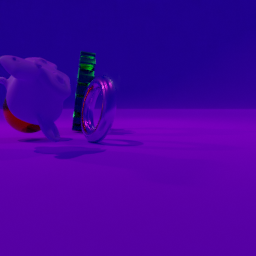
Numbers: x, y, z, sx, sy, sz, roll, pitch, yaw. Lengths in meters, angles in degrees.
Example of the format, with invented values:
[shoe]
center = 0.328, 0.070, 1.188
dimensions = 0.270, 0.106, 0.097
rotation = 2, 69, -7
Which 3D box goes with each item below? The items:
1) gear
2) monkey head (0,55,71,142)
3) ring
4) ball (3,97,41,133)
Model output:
[gear]
center = -1.192, -0.956, 7.481
dimensions = 0.384, 2.076, 2.076
rotation = 6, 3, -11
[monkey head]
center = -1.445, -0.533, 4.032
dimensions = 1.559, 0.939, 1.122
rotation = 43, 16, 20
[ring]
center = -0.569, -0.351, 5.217
dimensions = 0.251, 1.253, 1.253
rotation = 8, 0, -29
[ball]
center = -1.988, -0.377, 5.626
dimensions = 0.972, 0.972, 0.972
rotation = 0, 4, 0
